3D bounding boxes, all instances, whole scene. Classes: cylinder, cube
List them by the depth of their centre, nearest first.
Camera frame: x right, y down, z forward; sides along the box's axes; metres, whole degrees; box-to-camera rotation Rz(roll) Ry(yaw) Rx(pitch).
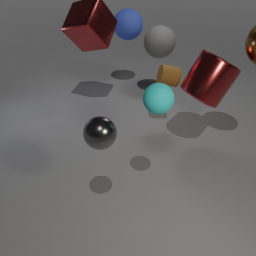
[{"bbox_3d":[2.643,-1.590,9.077,1.400,1.400,1.400,27,19,-10],"label":"cylinder"},{"bbox_3d":[1.468,-1.877,10.055,0.700,0.700,0.700,9,30,-12],"label":"cylinder"},{"bbox_3d":[-1.486,-4.043,11.038,1.400,1.400,1.400,4,68,34],"label":"cube"}]

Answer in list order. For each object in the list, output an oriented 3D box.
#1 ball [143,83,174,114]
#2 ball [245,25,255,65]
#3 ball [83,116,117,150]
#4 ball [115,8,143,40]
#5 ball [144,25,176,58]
[{"bbox_3d":[0.681,-0.661,6.284,0.700,0.700,0.700,0,32,0],"label":"ball"},{"bbox_3d":[4.155,-2.448,8.140,1.400,1.400,1.400,0,32,0],"label":"ball"},{"bbox_3d":[-0.580,0.104,5.807,0.700,0.700,0.700,0,32,0],"label":"ball"},{"bbox_3d":[-0.002,-4.839,13.105,1.400,1.400,1.400,0,32,0],"label":"ball"},{"bbox_3d":[1.399,-3.797,12.379,1.400,1.400,1.400,0,32,0],"label":"ball"}]
